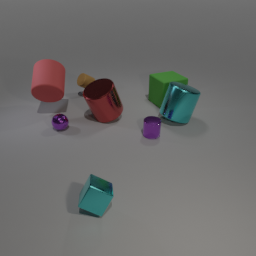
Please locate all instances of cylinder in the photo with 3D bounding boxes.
[{"bbox_3d":[0.959,-0.019,11.208,0.700,0.700,0.700,1,31,-1],"label":"cylinder"},{"bbox_3d":[-1.060,-1.195,12.195,1.400,1.400,1.400,-12,44,12],"label":"cylinder"},{"bbox_3d":[2.245,-1.122,12.175,1.400,1.400,1.400,15,22,-6],"label":"cylinder"},{"bbox_3d":[-2.184,-2.419,14.619,0.700,0.700,0.700,19,10,-45],"label":"cylinder"},{"bbox_3d":[-3.533,-2.084,12.491,1.400,1.400,1.400,-2,63,-4],"label":"cylinder"}]

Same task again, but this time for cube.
[{"bbox_3d":[-0.864,1.801,7.563,0.700,0.700,0.700,27,13,-13],"label":"cube"},{"bbox_3d":[1.966,-1.904,13.917,1.400,1.400,1.400,-13,31,-22],"label":"cube"}]

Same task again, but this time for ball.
[{"bbox_3d":[-2.826,-0.254,11.659,0.700,0.700,0.700,0,29,0],"label":"ball"}]
